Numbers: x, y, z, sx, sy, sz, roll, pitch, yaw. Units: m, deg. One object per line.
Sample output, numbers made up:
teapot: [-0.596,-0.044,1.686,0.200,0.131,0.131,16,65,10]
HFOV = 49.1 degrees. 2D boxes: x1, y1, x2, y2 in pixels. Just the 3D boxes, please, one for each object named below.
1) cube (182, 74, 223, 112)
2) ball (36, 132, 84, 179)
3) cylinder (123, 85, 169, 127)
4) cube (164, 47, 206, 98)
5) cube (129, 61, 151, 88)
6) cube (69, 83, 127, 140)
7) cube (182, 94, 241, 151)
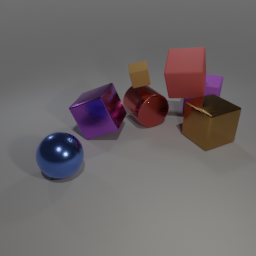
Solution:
cube: [3.295,-1.490,12.337,1.400,1.400,1.400,12,32,19]
ball: [-2.030,0.814,8.400,1.400,1.400,1.400,0,30,0]
cylinder: [0.710,-0.944,11.400,1.400,1.400,1.400,-14,34,-22]
cube: [2.269,-2.119,10.904,1.400,1.400,1.400,2,54,19]
cube: [0.444,-2.059,10.760,0.700,0.700,0.700,-11,41,7]
cube: [-1.072,-0.632,10.456,1.400,1.400,1.400,-16,24,23]
cube: [2.987,-0.239,10.203,1.400,1.400,1.400,-15,34,-24]
